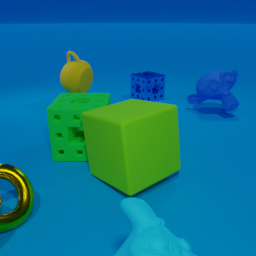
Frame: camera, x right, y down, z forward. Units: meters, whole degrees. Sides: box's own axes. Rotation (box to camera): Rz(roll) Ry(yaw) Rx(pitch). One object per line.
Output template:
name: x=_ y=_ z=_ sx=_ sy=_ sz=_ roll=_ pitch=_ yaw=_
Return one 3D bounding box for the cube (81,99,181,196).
cube: x=0.068 y=0.260 z=5.302 sx=1.298 sy=1.298 sz=1.298 roll=-19 pitch=21 yaw=-35

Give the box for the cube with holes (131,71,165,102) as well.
cube with holes: x=0.727 y=-1.539 z=10.404 sx=0.909 sy=0.909 sz=0.909 roll=-16 pitch=27 yaw=-33

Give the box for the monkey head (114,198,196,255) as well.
monkey head: x=0.105 y=1.247 z=2.621 sx=1.423 sy=0.857 sz=1.023 roll=27 pitch=15 yaw=-42

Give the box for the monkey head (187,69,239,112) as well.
monkey head: x=2.845 y=-1.161 z=8.779 sx=1.874 sy=1.348 sz=1.129 roll=-30 pitch=3 yaw=1

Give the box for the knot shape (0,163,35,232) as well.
knot shape: x=-2.234 y=1.203 z=3.968 sx=1.652 sy=0.763 sz=1.546 roll=-4 pitch=24 yaw=-12

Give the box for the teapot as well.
teapot: x=-1.795 y=-1.653 z=9.485 sx=0.956 sy=1.952 sz=1.213 roll=17 pitch=41 yaw=19

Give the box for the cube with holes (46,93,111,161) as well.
cube with holes: x=-1.032 y=-0.059 z=6.418 sx=1.207 sy=1.207 sz=1.207 roll=0 pitch=23 yaw=2
